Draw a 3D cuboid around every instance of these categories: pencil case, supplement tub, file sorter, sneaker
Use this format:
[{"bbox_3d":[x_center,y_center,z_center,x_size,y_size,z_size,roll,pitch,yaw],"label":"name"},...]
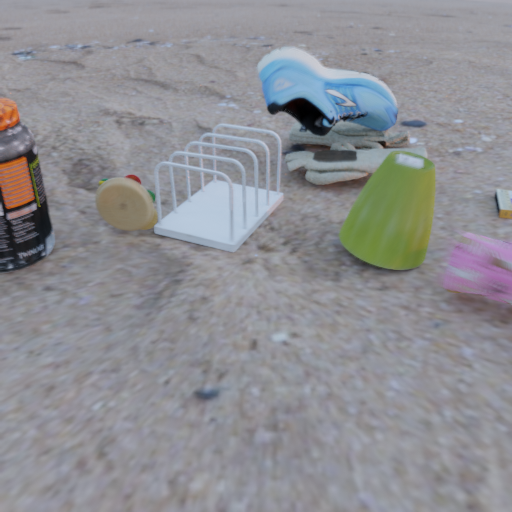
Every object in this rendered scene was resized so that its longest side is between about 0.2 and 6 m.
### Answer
[{"bbox_3d":[3.736,0.372,7.558,2.193,0.908,0.949,18,4,29],"label":"pencil case"},{"bbox_3d":[-4.089,-1.090,8.685,1.504,2.456,1.504,1,30,0],"label":"supplement tub"},{"bbox_3d":[-0.626,-1.326,10.104,1.564,1.404,2.254,13,34,20],"label":"file sorter"},{"bbox_3d":[1.553,-3.168,12.139,3.418,1.537,1.340,9,-18,-24],"label":"sneaker"}]

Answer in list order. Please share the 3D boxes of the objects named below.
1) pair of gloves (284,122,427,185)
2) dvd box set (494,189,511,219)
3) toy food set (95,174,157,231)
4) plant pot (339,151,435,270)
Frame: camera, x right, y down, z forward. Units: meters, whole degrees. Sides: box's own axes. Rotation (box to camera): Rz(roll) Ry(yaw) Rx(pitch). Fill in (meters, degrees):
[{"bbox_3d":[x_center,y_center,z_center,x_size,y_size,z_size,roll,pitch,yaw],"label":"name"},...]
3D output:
[{"bbox_3d":[2.148,-2.348,12.606,2.954,0.609,3.474,-1,27,6],"label":"pair of gloves"},{"bbox_3d":[5.279,-0.935,10.624,1.352,0.199,0.989,8,32,13],"label":"dvd box set"},{"bbox_3d":[-2.244,-0.907,9.652,1.065,1.054,0.259,2,34,7],"label":"toy food set"},{"bbox_3d":[2.218,-0.813,8.891,1.444,1.543,1.444,9,32,-6],"label":"plant pot"}]
